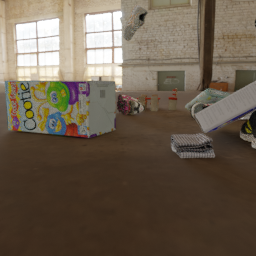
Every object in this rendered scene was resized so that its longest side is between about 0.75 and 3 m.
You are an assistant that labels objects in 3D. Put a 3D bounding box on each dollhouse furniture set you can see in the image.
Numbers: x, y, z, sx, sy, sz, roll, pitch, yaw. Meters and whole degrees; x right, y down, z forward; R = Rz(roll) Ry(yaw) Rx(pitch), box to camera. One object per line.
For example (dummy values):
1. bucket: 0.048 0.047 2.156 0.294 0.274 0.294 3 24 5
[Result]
1. dollhouse furniture set: 1.500 -1.518 14.626 2.098 1.093 2.121 1 9 7

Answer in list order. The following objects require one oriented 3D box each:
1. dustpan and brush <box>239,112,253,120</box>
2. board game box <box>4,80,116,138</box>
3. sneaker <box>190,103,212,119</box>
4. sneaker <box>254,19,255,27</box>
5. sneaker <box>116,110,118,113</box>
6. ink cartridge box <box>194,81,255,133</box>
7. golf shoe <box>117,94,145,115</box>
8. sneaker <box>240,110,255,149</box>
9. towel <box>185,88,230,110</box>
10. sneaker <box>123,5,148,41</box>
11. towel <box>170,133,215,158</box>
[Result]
1. dustpan and brush: 5.639 -0.815 11.107 2.887 0.826 2.015 1 9 4
2. board game box: -1.903 -0.623 7.954 2.788 1.436 1.462 5 10 25
3. sneaker: 3.243 -0.641 10.532 1.783 0.746 1.077 -7 2 -42
4. sneaker: 4.582 -3.044 8.938 0.563 1.246 0.487 -30 10 -6
5. sneaker: -0.785 -0.625 9.906 0.925 0.843 2.256 -2 9 -11
6. ink cartridge box: 3.064 -0.719 6.703 2.636 0.619 2.605 -31 -12 21
7. golf shoe: 0.069 -1.033 12.876 0.997 0.786 2.165 2 17 -17
8. sneaker: 3.077 -0.053 6.381 0.734 0.834 1.971 2 9 9
9. towel: 3.325 -1.033 11.440 1.550 0.373 1.327 8 -34 -31
10. sneaker: 0.266 -3.693 9.991 0.482 1.273 0.585 -2 34 -47
11. towel: 1.245 0.320 5.536 0.711 0.367 0.858 -1 9 -2
